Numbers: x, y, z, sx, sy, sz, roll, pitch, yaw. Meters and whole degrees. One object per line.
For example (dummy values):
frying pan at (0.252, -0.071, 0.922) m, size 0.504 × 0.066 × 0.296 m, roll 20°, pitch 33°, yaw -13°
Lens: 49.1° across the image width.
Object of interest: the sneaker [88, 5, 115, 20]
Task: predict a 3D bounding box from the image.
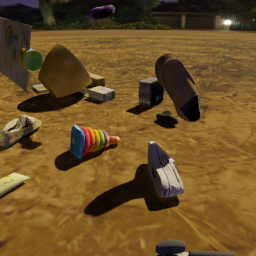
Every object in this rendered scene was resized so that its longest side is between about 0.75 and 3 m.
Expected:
sneaker at (-1.225, -4.822, 11.839) m, size 1.265 × 0.440 × 0.629 m, roll -7°, pitch 38°, yaw 30°

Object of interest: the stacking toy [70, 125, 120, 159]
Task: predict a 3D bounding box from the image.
stacking toy at (-1.082, 0.435, 10.065) m, size 1.859 × 1.020 × 1.079 m, roll -1°, pitch 19°, yaw -30°

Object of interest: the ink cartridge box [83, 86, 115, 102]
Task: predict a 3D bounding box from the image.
ink cartridge box at (-1.600, -1.925, 15.404) m, size 1.661 × 0.492 × 0.862 m, roll 19°, pitch 31°, yaw 35°

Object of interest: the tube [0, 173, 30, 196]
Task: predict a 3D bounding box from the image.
tube at (-3.632, 1.681, 7.806) m, size 0.500 × 0.448 × 1.724 m, roll 48°, pitch 34°, yaw 7°

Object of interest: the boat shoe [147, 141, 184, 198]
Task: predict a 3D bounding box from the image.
boat shoe at (1.086, 1.215, 8.460) m, size 0.751 × 0.846 × 2.299 m, roll 0°, pitch 35°, yaw -9°

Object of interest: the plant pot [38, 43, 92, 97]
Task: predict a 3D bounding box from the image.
plant pot at (-3.678, -2.850, 15.287) m, size 1.991 × 2.805 × 2.805 m, roll -45°, pitch 41°, yaw -13°

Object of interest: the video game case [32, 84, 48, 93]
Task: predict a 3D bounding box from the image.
video game case at (-4.932, -2.450, 16.943) m, size 1.348 × 0.154 × 1.227 m, roll -15°, pitch 29°, yaw -31°

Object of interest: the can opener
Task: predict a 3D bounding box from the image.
can opener at (1.391, 2.591, 5.638) m, size 1.679 × 0.561 × 0.448 m, roll 1°, pitch 25°, yaw 3°

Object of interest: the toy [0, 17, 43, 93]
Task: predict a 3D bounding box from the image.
toy at (-3.093, -2.169, 8.032) m, size 0.679 × 1.655 × 2.875 m, roll -4°, pitch 24°, yaw -36°

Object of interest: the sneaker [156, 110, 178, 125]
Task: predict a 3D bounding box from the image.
sneaker at (1.856, -0.492, 12.399) m, size 0.651 × 0.434 × 1.136 m, roll -28°, pitch 31°, yaw -34°

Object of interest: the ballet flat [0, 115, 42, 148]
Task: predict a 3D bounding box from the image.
ballet flat at (-4.233, -0.068, 11.081) m, size 0.848 × 0.848 × 2.399 m, roll 8°, pitch 26°, yaw 17°

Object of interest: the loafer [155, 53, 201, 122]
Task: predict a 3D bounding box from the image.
loafer at (1.704, -1.184, 8.726) m, size 0.979 × 2.575 × 0.868 m, roll -38°, pitch 33°, yaw -1°

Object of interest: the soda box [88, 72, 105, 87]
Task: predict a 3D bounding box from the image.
soda box at (-2.209, -3.046, 17.717) m, size 0.604 × 0.570 × 1.782 m, roll -20°, pitch 31°, yaw -36°

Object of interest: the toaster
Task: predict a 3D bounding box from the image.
toaster at (1.192, -1.829, 14.311) m, size 0.845 × 1.288 × 1.424 m, roll 14°, pitch 28°, yaw 33°
